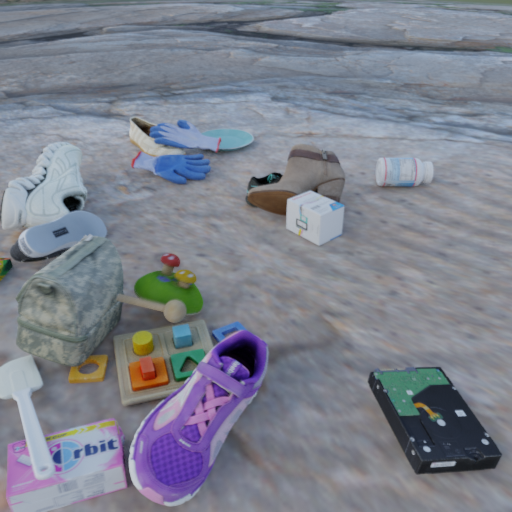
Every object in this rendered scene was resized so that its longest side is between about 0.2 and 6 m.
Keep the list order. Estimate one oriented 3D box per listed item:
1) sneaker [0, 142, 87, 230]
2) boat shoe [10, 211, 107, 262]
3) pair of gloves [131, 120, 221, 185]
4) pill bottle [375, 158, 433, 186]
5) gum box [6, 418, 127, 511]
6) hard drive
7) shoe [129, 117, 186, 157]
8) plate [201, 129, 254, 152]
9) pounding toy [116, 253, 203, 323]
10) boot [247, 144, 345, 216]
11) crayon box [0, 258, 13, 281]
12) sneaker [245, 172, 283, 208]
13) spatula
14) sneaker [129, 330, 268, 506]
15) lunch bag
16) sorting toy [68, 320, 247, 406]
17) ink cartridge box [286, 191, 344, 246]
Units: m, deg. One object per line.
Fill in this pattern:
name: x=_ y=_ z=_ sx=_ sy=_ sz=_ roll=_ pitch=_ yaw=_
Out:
sneaker: x=-4.311 y=-1.456 z=12.282 sx=1.367 sy=1.267 sz=3.372 roll=13 pitch=33 yaw=-6
boat shoe: x=-3.757 y=-0.301 z=10.674 sx=0.699 sy=0.738 sz=2.111 roll=-27 pitch=4 yaw=28
pair of gloves: x=-1.982 y=-2.746 z=14.432 sx=1.983 sy=0.281 sz=2.466 roll=12 pitch=48 yaw=4
pill bottle: x=3.563 y=-2.015 z=13.484 sx=1.253 sy=0.681 sz=0.681 roll=1 pitch=32 yaw=-1
gum box: x=-2.145 y=2.420 z=6.476 sx=1.308 sy=0.432 sz=0.742 roll=-10 pitch=33 yaw=-16
hard drive: x=2.193 y=2.031 z=7.102 sx=1.089 sy=0.295 sz=1.559 roll=1 pitch=31 yaw=-15
shoe: x=-2.804 y=-3.206 z=15.405 sx=0.899 sy=0.686 sz=2.571 roll=-23 pitch=38 yaw=-32
plate: x=-0.896 y=-3.273 z=15.984 sx=1.659 sy=0.212 sz=1.659 roll=0 pitch=32 yaw=0
pounding toy: x=-1.358 y=0.423 z=8.884 sx=1.154 sy=0.694 sz=1.496 roll=22 pitch=14 yaw=7
boot: x=0.900 y=-1.745 z=12.359 sx=2.275 sy=0.799 sz=1.663 roll=9 pitch=60 yaw=-18
crayon box: x=-4.860 y=0.335 z=10.084 sx=0.559 sy=0.223 sz=0.880 roll=2 pitch=32 yaw=4
sneaker: x=0.619 y=-1.513 z=12.674 sx=1.726 sy=0.684 sz=0.651 roll=-7 pitch=31 yaw=-14
spatula: x=-3.518 y=2.117 z=6.730 sx=1.998 sy=0.231 sz=2.873 roll=-12 pitch=22 yaw=-26
sneaker: x=-0.566 y=1.752 z=6.715 sx=0.999 sy=1.098 sz=2.484 roll=36 pitch=41 yaw=3
lunch bag: x=-2.699 y=0.572 z=8.322 sx=1.157 sy=1.392 sz=1.660 roll=19 pitch=27 yaw=7
sorting toy: x=-1.323 y=1.430 z=8.144 sx=2.747 sy=0.374 sz=1.547 roll=-10 pitch=33 yaw=-14
ink cartridge box: x=1.191 y=-0.790 z=11.451 sx=0.706 sy=0.703 sz=0.963 roll=-24 pitch=39 yaw=-34
